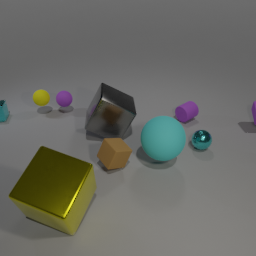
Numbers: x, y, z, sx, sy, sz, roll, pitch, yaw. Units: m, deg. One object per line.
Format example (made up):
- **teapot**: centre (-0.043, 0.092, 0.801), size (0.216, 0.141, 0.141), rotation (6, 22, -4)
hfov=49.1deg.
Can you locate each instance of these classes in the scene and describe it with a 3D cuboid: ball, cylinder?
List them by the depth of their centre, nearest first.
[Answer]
- **ball**: centre (1.091, 0.319, 8.732), size (1.400, 1.400, 1.400), rotation (0, 31, 0)
- **ball**: centre (2.581, 0.409, 9.804), size (0.700, 0.700, 0.700), rotation (0, 31, 0)
- **cylinder**: centre (2.435, -0.681, 11.593), size (0.700, 0.700, 0.700), rotation (-26, 40, -30)
- **ball**: centre (-3.672, -1.275, 11.878), size (0.700, 0.700, 0.700), rotation (0, 31, 0)
- **ball**: centre (-2.740, -1.255, 12.039), size (0.700, 0.700, 0.700), rotation (0, 31, 0)

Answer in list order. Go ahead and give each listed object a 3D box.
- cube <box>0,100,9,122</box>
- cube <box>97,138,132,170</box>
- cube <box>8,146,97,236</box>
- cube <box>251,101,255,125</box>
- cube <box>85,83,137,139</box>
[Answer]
- **cube**: centre (-5.475, -0.698, 11.719), size (0.700, 0.700, 0.700), rotation (-6, 31, -8)
- **cube**: centre (-0.427, 0.792, 8.790), size (0.700, 0.700, 0.700), rotation (0, 33, -44)
- **cube**: centre (-1.708, 1.529, 6.788), size (1.400, 1.400, 1.400), rotation (18, 57, 11)
- **cube**: centre (5.066, -0.592, 10.417), size (0.700, 0.700, 0.700), rotation (-7, 67, 13)
- **cube**: centre (-0.660, -0.574, 10.389), size (1.400, 1.400, 1.400), rotation (24, 27, -17)
